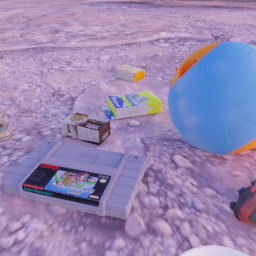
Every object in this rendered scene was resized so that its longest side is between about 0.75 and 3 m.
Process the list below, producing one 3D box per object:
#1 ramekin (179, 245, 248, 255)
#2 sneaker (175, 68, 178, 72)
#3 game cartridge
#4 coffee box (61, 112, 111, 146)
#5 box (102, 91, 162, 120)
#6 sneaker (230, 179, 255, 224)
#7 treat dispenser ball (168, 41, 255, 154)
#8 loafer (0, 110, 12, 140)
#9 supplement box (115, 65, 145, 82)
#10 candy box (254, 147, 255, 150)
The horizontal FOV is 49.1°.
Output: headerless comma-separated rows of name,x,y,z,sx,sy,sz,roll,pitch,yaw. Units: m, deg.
ramekin,1.194,2.405,3.523,1.605,0.782,1.605,0,31,0
sneaker,2.147,-2.166,11.418,0.508,0.749,1.297,3,30,5
game cartridge,-1.104,1.018,6.256,2.762,0.530,1.790,8,27,13
coffee box,-1.186,0.000,7.947,1.229,0.490,0.694,13,33,22
box,0.102,-0.775,9.361,1.808,0.431,1.102,-9,30,-16
sneaker,3.175,1.450,5.048,2.507,0.886,1.225,-4,28,-10
treat dispenser ball,2.352,-0.719,6.907,2.733,2.733,2.733,0,30,0
loafer,-3.976,-0.271,8.312,0.679,0.594,1.888,-19,35,-30
supplement box,0.074,-2.367,12.093,1.125,0.414,0.709,21,36,33
candy box,3.465,0.192,7.808,0.645,0.312,1.105,-14,35,-25
